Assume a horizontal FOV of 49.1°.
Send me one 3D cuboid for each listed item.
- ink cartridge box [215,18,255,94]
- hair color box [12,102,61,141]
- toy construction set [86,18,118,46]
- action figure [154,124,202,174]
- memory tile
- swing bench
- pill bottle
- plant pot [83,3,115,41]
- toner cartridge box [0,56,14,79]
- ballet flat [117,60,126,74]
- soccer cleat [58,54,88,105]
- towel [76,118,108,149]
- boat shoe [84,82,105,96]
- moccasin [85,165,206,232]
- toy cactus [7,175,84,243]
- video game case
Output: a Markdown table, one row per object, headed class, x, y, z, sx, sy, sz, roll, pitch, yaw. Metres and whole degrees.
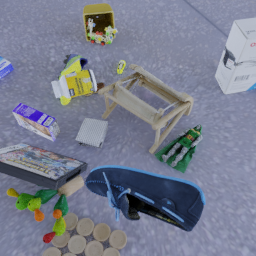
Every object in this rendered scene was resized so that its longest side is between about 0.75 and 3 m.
| class | x | y | z | sx | sy | sz | roll | pitch | yaw |
| --- | --- | --- | --- | --- | --- | --- | --- | --- | --- |
| ink cartridge box | 4.676 | -2.696 | 10.528 | 1.957 | 2.697 | 1.129 | -10 | 56 | -7 |
| hair color box | -3.226 | -0.211 | 9.921 | 1.577 | 0.862 | 0.511 | 22 | 58 | 15 |
| toy construction set | -1.245 | -4.297 | 12.659 | 1.519 | 0.996 | 0.700 | 24 | 55 | 5 |
| action figure | 1.970 | 0.535 | 9.638 | 1.184 | 0.548 | 2.005 | 33 | 58 | 24 |
| memory tile | -1.184 | 3.354 | 7.855 | 2.065 | 0.173 | 1.583 | 16 | 56 | 12 |
| swing bench | 0.699 | -0.923 | 9.979 | 2.461 | 1.605 | 2.474 | 34 | 61 | 22 |
| pill bottle | -1.338 | -1.075 | 6.993 | 1.031 | 0.578 | 0.578 | -16 | 57 | -10 |
| plant pot | -1.381 | -5.094 | 13.090 | 1.370 | 1.361 | 1.402 | -7 | 51 | -5 |
| toner cartridge box | -5.799 | -2.222 | 11.601 | 0.894 | 0.406 | 1.882 | 31 | 60 | 20 |
| ballet flat | -0.281 | -2.683 | 11.998 | 0.290 | 0.291 | 0.868 | 9 | 55 | 6 |
| soccer cleat | -2.167 | -1.997 | 11.216 | 1.064 | 0.822 | 2.543 | 8 | 56 | -5 |
| towel | -1.238 | 0.209 | 9.888 | 0.901 | 0.466 | 1.089 | 11 | 54 | 6 |
| boat shoe | -1.357 | -1.596 | 11.217 | 0.953 | 0.322 | 0.343 | -28 | 60 | -18 |
| moccasin | 0.115 | 1.348 | 5.524 | 2.661 | 1.071 | 0.907 | -1 | 51 | 37 |
| toy cactus | -2.263 | 2.047 | 8.318 | 2.055 | 1.273 | 2.490 | -19 | 44 | -38 |
| video game case | -2.742 | 1.058 | 8.425 | 2.476 | 2.238 | 0.316 | 15 | 98 | 10 |
